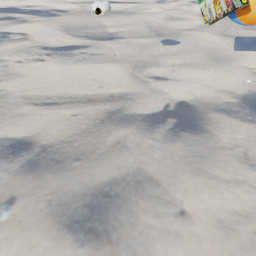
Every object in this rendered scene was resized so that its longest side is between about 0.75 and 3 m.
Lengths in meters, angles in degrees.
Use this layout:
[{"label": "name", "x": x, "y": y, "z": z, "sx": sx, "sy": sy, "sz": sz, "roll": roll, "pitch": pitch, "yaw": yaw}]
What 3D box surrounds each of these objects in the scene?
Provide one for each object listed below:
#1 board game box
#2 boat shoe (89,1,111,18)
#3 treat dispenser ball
[{"label": "board game box", "x": 2.271, "y": -3.262, "z": 6.991, "sx": 0.229, "sy": 1.023, "sz": 1.953, "roll": -18, "pitch": 8, "yaw": -5}, {"label": "boat shoe", "x": -0.896, "y": -3.382, "z": 8.098, "sx": 0.437, "sy": 0.378, "sz": 1.025, "roll": -42, "pitch": 37, "yaw": -15}, {"label": "treat dispenser ball", "x": 3.129, "y": -3.348, "z": 7.026, "sx": 1.483, "sy": 1.483, "sz": 1.483, "roll": 0, "pitch": 35, "yaw": 0}]
